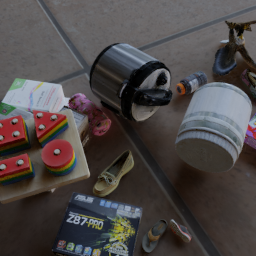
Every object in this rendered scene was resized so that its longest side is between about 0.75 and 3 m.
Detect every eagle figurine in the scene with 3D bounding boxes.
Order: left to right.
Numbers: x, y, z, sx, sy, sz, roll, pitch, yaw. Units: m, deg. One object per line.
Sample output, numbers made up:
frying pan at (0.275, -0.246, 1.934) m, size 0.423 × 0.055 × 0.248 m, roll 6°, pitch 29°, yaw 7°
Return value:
eagle figurine at (5.023, -3.505, 12.734) m, size 2.130 × 2.118 × 2.807 m, roll -7°, pitch 81°, yaw 44°

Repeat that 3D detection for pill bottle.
pill bottle at (2.681, -1.888, 11.988) m, size 1.308 × 0.695 × 0.695 m, roll -27°, pitch 60°, yaw -18°

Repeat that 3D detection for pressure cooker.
pressure cooker at (0.243, -1.618, 10.573) m, size 2.852 × 2.548 × 2.508 m, roll 35°, pitch 67°, yaw 28°

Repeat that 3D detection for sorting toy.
sorting toy at (-2.728, 0.549, 8.379) m, size 2.570 × 0.900 × 2.586 m, roll -16°, pitch 56°, yaw -10°

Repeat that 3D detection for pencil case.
pencil case at (-1.543, -0.562, 11.024) m, size 1.937 × 0.802 × 0.838 m, roll 44°, pitch 28°, yaw 26°

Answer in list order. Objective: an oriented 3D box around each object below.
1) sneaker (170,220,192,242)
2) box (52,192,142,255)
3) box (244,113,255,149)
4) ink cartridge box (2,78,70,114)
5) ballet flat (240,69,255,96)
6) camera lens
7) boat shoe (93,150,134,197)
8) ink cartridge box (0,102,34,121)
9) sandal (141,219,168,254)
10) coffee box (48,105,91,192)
sneaker at (1.668, 3.191, 8.776) m, size 0.337 × 0.317 × 0.822 m, roll -18°, pitch 54°, yaw -44°
box at (-0.869, 3.148, 8.574) m, size 2.335 × 0.573 × 1.882 m, roll 11°, pitch 53°, yaw 8°
box at (5.884, 0.413, 10.478) m, size 2.788 × 0.545 × 1.907 m, roll 36°, pitch 63°, yaw 22°
ink cartridge box at (-3.545, -1.095, 11.343) m, size 2.493 × 0.839 × 1.460 m, roll 9°, pitch 56°, yaw 6°
ballet flat at (5.500, -1.895, 12.038) m, size 0.601 × 0.619 × 1.739 m, roll -17°, pitch 57°, yaw -14°
camera lens at (3.027, -0.081, 9.854) m, size 2.151 × 2.151 × 2.689 m, roll 20°, pitch 59°, yaw 13°
boat shoe at (-0.496, 1.506, 9.500) m, size 0.699 × 0.603 × 1.917 m, roll 25°, pitch 49°, yaw 34°
ink cartridge box at (-4.226, 0.216, 10.092) m, size 1.385 × 0.798 × 1.898 m, roll 21°, pitch 81°, yaw 14°
sandal at (0.837, 3.287, 8.630) m, size 0.478 × 0.319 × 1.170 m, roll 37°, pitch 63°, yaw 23°
coffee box at (-2.425, 0.695, 9.734) m, size 1.031 × 1.460 × 2.583 m, roll 23°, pitch 58°, yaw 15°
